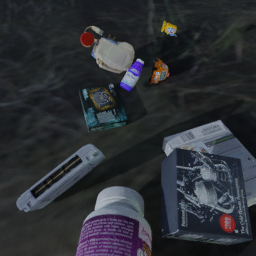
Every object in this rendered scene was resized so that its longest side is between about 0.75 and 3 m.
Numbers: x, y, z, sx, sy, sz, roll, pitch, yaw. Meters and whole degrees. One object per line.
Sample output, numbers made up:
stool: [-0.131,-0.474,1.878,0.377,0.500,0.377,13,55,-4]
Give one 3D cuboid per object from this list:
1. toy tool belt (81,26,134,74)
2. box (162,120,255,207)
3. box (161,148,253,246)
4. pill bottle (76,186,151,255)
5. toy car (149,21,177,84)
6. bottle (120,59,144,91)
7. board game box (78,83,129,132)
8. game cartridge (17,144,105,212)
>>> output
toy tool belt: [-0.709,-2.507,9.131,1.810,1.130,1.112,23,7,-15]
box: [2.080,0.888,6.618,1.716,0.453,2.202,-17,49,-16]
box: [1.381,1.282,5.197,1.369,0.783,1.504,10,59,-11]
pill bottle: [-0.244,2.183,4.755,1.287,1.287,2.292,4,40,4]
toy car: [1.165,-2.298,8.825,0.613,1.841,0.903,15,30,-1]
bottle: [0.151,-1.601,8.418,0.405,0.316,0.969,30,91,3]
board game box: [-0.753,-0.643,8.189,1.146,0.238,1.694,-11,48,-10]
game cartridge: [-1.292,1.013,5.747,1.786,1.191,0.361,-38,76,-6]
